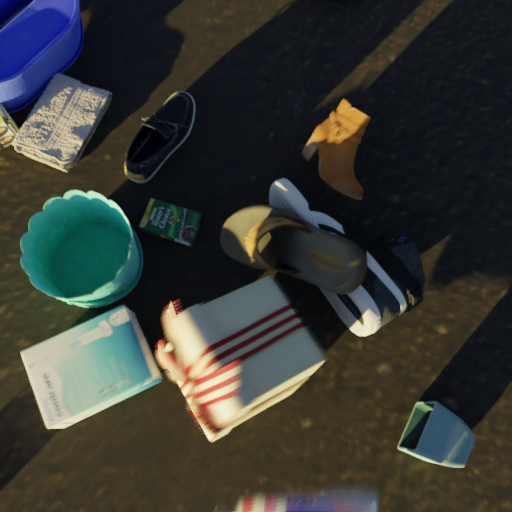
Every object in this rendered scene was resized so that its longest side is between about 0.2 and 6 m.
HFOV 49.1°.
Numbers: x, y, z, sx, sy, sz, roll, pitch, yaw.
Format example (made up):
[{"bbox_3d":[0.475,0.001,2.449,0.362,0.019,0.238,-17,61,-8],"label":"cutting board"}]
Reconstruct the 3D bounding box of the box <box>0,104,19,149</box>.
[{"bbox_3d":[-5.923,-2.323,11.493,2.002,0.753,0.502,-29,75,-10],"label":"box"}]

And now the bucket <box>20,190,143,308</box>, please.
[{"bbox_3d":[-3.151,-0.029,10.430,2.081,1.354,2.081,0,73,0],"label":"bucket"}]

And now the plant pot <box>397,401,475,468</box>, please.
[{"bbox_3d":[3.172,3.152,9.668,0.941,0.924,0.922,28,74,2],"label":"plant pot"}]

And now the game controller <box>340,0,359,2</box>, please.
[{"bbox_3d":[1.660,-6.343,12.989,1.726,0.364,0.901,8,73,2],"label":"game controller"}]

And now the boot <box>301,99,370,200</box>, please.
[{"bbox_3d":[1.823,-2.093,10.986,1.435,0.709,1.848,-51,48,22],"label":"boot"}]

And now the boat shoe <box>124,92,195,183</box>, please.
[{"bbox_3d":[-1.977,-2.543,11.587,0.847,0.707,2.271,28,73,11],"label":"boat shoe"}]

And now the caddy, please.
[{"bbox_3d":[-5.271,-4.639,11.681,2.532,1.880,3.582,42,72,-10],"label":"caddy"}]

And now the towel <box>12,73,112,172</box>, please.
[{"bbox_3d":[-4.094,-2.853,11.829,1.358,0.353,2.050,21,73,2],"label":"towel"}]

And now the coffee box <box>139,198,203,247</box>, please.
[{"bbox_3d":[-1.703,-0.672,11.213,1.120,0.246,0.689,19,73,6],"label":"coffee box"}]

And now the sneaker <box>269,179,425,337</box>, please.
[{"bbox_3d":[1.815,-0.250,10.712,1.928,1.259,3.447,-23,67,-23],"label":"sneaker"}]

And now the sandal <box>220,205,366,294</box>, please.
[{"bbox_3d":[0.454,-0.102,9.873,3.074,0.839,1.256,25,109,36],"label":"sandal"}]

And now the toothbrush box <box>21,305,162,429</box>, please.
[{"bbox_3d":[-2.916,1.993,10.023,1.993,0.850,1.459,-26,75,-7],"label":"toothbrush box"}]

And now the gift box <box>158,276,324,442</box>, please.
[{"bbox_3d":[-0.386,1.606,9.194,2.044,2.189,2.020,-23,63,-28],"label":"gift box"}]

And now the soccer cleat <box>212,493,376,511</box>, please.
[{"bbox_3d":[0.582,4.216,8.589,2.634,0.898,0.964,0,59,-4],"label":"soccer cleat"}]
